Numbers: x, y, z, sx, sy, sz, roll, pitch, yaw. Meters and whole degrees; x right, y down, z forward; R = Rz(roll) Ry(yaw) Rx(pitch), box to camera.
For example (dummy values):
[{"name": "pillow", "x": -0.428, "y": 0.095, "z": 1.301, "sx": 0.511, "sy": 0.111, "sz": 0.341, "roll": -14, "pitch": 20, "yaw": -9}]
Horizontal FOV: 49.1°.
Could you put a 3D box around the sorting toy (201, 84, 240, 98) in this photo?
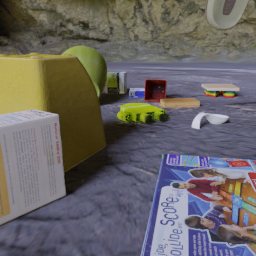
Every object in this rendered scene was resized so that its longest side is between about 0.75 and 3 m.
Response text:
[{"name": "sorting toy", "x": 4.340, "y": -1.768, "z": 13.317, "sx": 1.447, "sy": 0.504, "sz": 1.438, "roll": 1, "pitch": 16, "yaw": 4}]

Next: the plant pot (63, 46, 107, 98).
[{"name": "plant pot", "x": -1.824, "y": -1.919, "z": 11.529, "sx": 2.232, "sy": 2.232, "sz": 2.386, "roll": -3, "pitch": 33, "yaw": -11}]

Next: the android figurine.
[{"name": "android figurine", "x": 0.427, "y": -0.503, "z": 9.144, "sx": 1.588, "sy": 0.358, "sz": 1.744, "roll": -10, "pitch": 19, "yaw": -30}]

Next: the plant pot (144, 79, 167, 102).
[{"name": "plant pot", "x": 1.274, "y": -1.615, "z": 12.244, "sx": 0.929, "sy": 0.930, "sz": 0.819, "roll": 5, "pitch": 5, "yaw": 18}]

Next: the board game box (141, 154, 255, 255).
[{"name": "board game box", "x": 1.219, "y": 1.051, "z": 3.440, "sx": 1.850, "sy": 0.471, "sz": 2.732, "roll": 3, "pitch": 16, "yaw": 12}]

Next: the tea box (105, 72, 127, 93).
[{"name": "tea box", "x": -0.612, "y": -2.322, "z": 14.283, "sx": 1.021, "sy": 1.038, "sz": 0.693, "roll": 3, "pitch": 16, "yaw": 11}]

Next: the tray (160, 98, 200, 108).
[{"name": "tray", "x": 2.047, "y": -1.003, "z": 11.101, "sx": 1.400, "sy": 0.259, "sz": 0.690, "roll": -3, "pitch": 16, "yaw": -8}]

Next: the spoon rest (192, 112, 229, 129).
[{"name": "spoon rest", "x": 2.441, "y": -0.290, "z": 8.300, "sx": 1.371, "sy": 0.415, "sz": 0.681, "roll": -14, "pitch": 21, "yaw": -37}]

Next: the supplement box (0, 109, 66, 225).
[{"name": "supplement box", "x": -1.896, "y": 0.570, "z": 3.641, "sx": 0.759, "sy": 1.301, "sz": 2.064, "roll": 12, "pitch": 19, "yaw": 40}]

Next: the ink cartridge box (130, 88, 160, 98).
[{"name": "ink cartridge box", "x": 0.824, "y": -1.694, "z": 13.428, "sx": 1.495, "sy": 0.304, "sz": 1.498, "roll": 0, "pitch": 16, "yaw": 0}]

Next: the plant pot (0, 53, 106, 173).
[{"name": "plant pot", "x": -1.781, "y": -0.439, "z": 5.682, "sx": 2.020, "sy": 2.067, "sz": 2.007, "roll": 10, "pitch": 20, "yaw": 24}]

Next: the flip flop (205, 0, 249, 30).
[{"name": "flip flop", "x": 1.576, "y": -2.296, "z": 3.743, "sx": 0.813, "sy": 2.006, "sz": 0.577, "roll": 4, "pitch": 34, "yaw": -9}]
